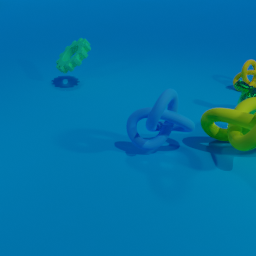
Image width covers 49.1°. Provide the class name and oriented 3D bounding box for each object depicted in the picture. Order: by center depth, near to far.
[{"bbox_3d":[2.609,-0.162,5.779,1.744,0.861,1.863,-15,5,-22],"label":"knot shape"},{"bbox_3d":[0.768,-0.116,5.807,1.314,1.405,0.649,12,42,-32],"label":"knot shape"},{"bbox_3d":[3.145,-0.720,7.413,1.005,0.842,1.398,41,48,19],"label":"monkey head"},{"bbox_3d":[4.155,-1.656,9.351,1.010,1.079,0.499,24,22,2],"label":"knot shape"},{"bbox_3d":[-1.899,-2.500,9.671,1.386,0.256,1.386,-24,44,25],"label":"gear"}]
